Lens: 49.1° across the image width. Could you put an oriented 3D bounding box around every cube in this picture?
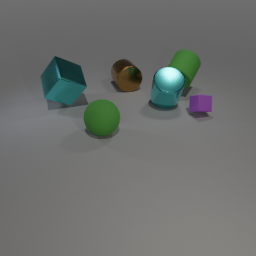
[{"bbox_3d":[-2.928,-2.100,12.667,1.400,1.400,1.400,13,46,-43],"label":"cube"},{"bbox_3d":[3.172,-1.061,12.239,0.700,0.700,0.700,1,0,-24],"label":"cube"}]

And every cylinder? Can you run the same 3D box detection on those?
[{"bbox_3d":[1.769,-1.788,12.700,1.400,1.400,1.400,1,64,-1],"label":"cylinder"},{"bbox_3d":[-0.094,-2.833,15.020,1.400,1.400,1.400,-8,31,-14],"label":"cylinder"},{"bbox_3d":[2.714,-2.918,13.943,1.400,1.400,1.400,18,63,28],"label":"cylinder"}]

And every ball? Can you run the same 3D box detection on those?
[{"bbox_3d":[-0.997,-0.403,10.736,1.400,1.400,1.400,0,30,0],"label":"ball"}]
